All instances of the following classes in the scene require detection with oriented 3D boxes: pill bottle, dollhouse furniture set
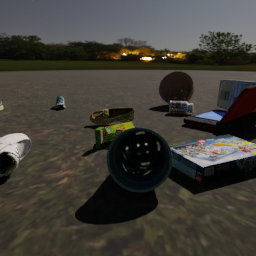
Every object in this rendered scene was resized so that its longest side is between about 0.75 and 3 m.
[{"bbox_3d":[2.425,-0.931,12.743,1.045,0.578,0.578,4,15,15],"label":"pill bottle"},{"bbox_3d":[-0.153,0.325,7.972,1.515,0.585,0.757,4,16,16],"label":"dollhouse furniture set"}]

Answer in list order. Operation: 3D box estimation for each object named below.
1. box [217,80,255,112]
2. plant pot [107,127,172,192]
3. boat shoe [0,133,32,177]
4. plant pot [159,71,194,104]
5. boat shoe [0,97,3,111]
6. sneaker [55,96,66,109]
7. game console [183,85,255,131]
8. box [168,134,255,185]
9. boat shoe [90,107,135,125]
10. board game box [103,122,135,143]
[{"bbox_3d":[5.506,-1.422,12.592,2.430,1.324,1.553,4,9,-7],"label":"box"},{"bbox_3d":[0.287,0.551,6.051,1.289,1.289,1.262,2,7,7],"label":"plant pot"},{"bbox_3d":[-2.763,0.731,6.256,0.750,0.766,2.165,11,21,16],"label":"boat shoe"},{"bbox_3d":[2.681,-1.923,14.834,1.807,1.807,1.213,7,-12,26],"label":"plant pot"},{"bbox_3d":[-6.284,-1.013,12.699,0.821,0.755,2.298,-2,15,-6],"label":"boat shoe"},{"bbox_3d":[-3.476,-1.327,14.222,0.528,0.587,1.360,-4,15,-16],"label":"sneaker"},{"bbox_3d":[3.837,-0.954,10.758,2.381,1.640,2.763,15,20,43],"label":"game console"},{"bbox_3d":[2.191,0.682,6.905,2.264,0.427,1.546,-7,16,-25],"label":"box"},{"bbox_3d":[-0.608,-0.542,10.737,1.744,0.547,0.639,-7,59,-8],"label":"boat shoe"},{"bbox_3d":[-0.358,0.134,8.750,1.070,0.544,0.255,-13,62,-40],"label":"board game box"}]
